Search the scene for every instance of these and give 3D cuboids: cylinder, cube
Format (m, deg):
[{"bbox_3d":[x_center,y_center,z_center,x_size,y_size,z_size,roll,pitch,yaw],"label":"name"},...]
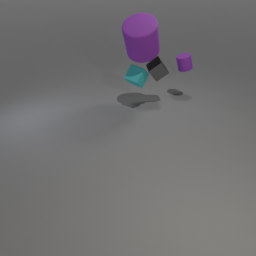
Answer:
[{"bbox_3d":[2.706,-3.145,13.414,0.700,0.700,0.700,-13,31,8],"label":"cylinder"},{"bbox_3d":[0.390,-2.285,12.374,0.700,0.700,0.700,26,0,26],"label":"cube"},{"bbox_3d":[0.544,-3.614,11.293,1.400,1.400,1.400,-5,59,8],"label":"cylinder"},{"bbox_3d":[1.332,-2.689,12.730,0.700,0.700,0.700,-33,36,17],"label":"cube"}]
